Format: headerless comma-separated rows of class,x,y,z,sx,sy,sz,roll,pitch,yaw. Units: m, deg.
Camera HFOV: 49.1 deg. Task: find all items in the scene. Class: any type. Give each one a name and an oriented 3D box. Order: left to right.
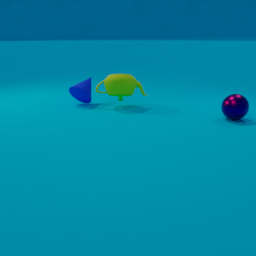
cone,-1.672,-1.654,11.067,0.968,0.968,0.972,10,60,28
teapot,-0.216,-1.500,10.508,1.981,0.970,1.232,0,2,-4
ball,3.477,-0.683,9.101,0.853,0.853,0.853,0,19,0
